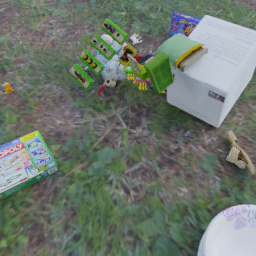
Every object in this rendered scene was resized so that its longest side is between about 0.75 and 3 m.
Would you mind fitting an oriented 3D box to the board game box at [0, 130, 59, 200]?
[{"bbox_3d":[-3.653,1.215,8.703,2.513,0.366,1.691,-26,55,-20],"label":"board game box"}]

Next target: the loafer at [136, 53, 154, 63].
[{"bbox_3d":[0.553,-3.137,12.436,1.178,0.424,0.371,-8,31,-14],"label":"loafer"}]

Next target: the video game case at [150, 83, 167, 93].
[{"bbox_3d":[2.083,-1.920,11.465,2.098,0.199,1.499,12,52,12],"label":"video game case"}]

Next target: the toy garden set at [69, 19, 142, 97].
[{"bbox_3d":[-0.886,-2.365,9.982,2.087,0.500,2.504,46,106,22],"label":"toy garden set"}]

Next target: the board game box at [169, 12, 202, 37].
[{"bbox_3d":[2.788,-4.794,13.360,1.549,1.041,0.347,24,54,19],"label":"board game box"}]

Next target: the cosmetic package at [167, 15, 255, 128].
[{"bbox_3d":[2.939,-1.958,9.789,2.210,2.213,2.682,31,71,24],"label":"cosmetic package"}]

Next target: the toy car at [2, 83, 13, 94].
[{"bbox_3d":[-5.487,-1.611,10.982,1.656,0.551,0.812,-21,53,-16],"label":"toy car"}]

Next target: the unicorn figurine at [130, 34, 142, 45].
[{"bbox_3d":[0.365,-4.210,13.388,0.587,0.315,0.854,-28,40,-10],"label":"unicorn figurine"}]

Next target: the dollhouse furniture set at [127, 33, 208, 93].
[{"bbox_3d":[1.187,-2.320,8.435,2.152,1.080,1.410,-39,53,-6],"label":"dollhouse furniture set"}]

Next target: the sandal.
[{"bbox_3d":[3.400,0.854,8.966,0.584,0.651,1.775,-21,44,9],"label":"sandal"}]

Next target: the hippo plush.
[{"bbox_3d":[-0.686,-2.688,11.220,1.991,1.586,1.600,-11,50,-10],"label":"hippo plush"}]

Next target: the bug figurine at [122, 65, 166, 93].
[{"bbox_3d":[0.645,-1.921,10.354,1.412,0.469,1.821,-8,40,-34],"label":"bug figurine"}]

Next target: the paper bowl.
[{"bbox_3d":[2.877,3.173,6.408,2.508,1.304,2.508,0,50,0],"label":"paper bowl"}]
